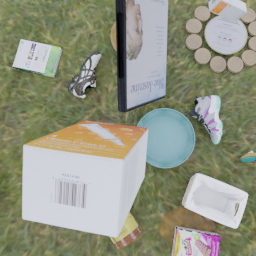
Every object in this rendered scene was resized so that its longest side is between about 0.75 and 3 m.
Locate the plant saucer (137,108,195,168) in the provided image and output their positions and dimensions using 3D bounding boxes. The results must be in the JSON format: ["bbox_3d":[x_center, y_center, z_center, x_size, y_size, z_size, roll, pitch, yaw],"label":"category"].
[{"bbox_3d":[1.155,0.328,8.892,1.895,0.341,1.895,0,80,1],"label":"plant saucer"}]

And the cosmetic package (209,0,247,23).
[{"bbox_3d":[2.800,-3.398,7.877,0.956,0.485,0.341,12,66,-23],"label":"cosmetic package"}]

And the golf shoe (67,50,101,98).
[{"bbox_3d":[-1.260,-1.721,9.164,0.781,0.643,1.654,35,90,-3],"label":"golf shoe"}]

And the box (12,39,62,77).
[{"bbox_3d":[-3.033,-2.339,9.411,1.415,0.257,1.021,13,80,3],"label":"box"}]

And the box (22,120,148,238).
[{"bbox_3d":[-0.664,0.796,5.930,1.769,2.845,1.387,7,101,10],"label":"box"}]

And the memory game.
[{"bbox_3d":[3.311,-3.166,9.590,2.759,0.176,2.759,0,80,1],"label":"memory game"}]

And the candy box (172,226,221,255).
[{"bbox_3d":[2.015,3.499,8.302,1.306,0.398,0.891,9,81,2],"label":"candy box"}]

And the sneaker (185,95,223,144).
[{"bbox_3d":[2.357,-0.264,8.902,1.118,0.621,1.599,0,71,2],"label":"sneaker"}]

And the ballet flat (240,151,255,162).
[{"bbox_3d":[4.034,0.880,8.847,1.061,0.364,0.334,0,52,-3],"label":"ballet flat"}]

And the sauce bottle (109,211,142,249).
[{"bbox_3d":[-0.689,2.120,8.280,0.927,0.927,2.808,-32,83,-5],"label":"sauce bottle"}]

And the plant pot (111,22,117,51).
[{"bbox_3d":[0.305,-3.093,9.545,1.780,0.245,1.780,0,80,1],"label":"plant pot"}]

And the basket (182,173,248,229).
[{"bbox_3d":[2.476,2.101,8.255,1.589,0.980,1.077,23,80,3],"label":"basket"}]

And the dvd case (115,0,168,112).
[{"bbox_3d":[0.401,-1.993,6.768,0.256,2.081,2.917,11,111,31],"label":"dvd case"}]
